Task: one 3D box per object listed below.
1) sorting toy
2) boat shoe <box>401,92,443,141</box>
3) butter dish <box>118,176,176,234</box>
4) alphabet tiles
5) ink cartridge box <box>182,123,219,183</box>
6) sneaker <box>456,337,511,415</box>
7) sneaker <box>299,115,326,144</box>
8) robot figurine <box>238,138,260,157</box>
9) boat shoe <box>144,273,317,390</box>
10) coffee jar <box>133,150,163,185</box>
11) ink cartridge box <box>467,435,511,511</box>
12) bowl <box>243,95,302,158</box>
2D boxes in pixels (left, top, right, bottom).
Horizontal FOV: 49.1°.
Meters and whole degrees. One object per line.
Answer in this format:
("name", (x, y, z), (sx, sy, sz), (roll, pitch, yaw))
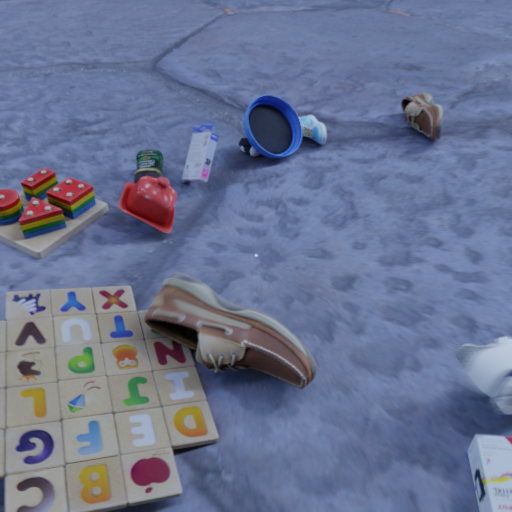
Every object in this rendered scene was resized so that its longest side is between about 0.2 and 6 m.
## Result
("sorting toy", (-4.320, -0.983, 11.158), (1.883, 0.655, 1.872), (21, 44, 23))
("boat shoe", (4.161, -3.502, 14.182), (0.810, 0.854, 2.256), (-2, 30, 3))
("butter dish", (-1.963, -1.162, 10.876), (1.123, 0.832, 1.126), (28, 29, -19))
("alphabet tiles", (-2.394, 1.718, 7.721), (3.245, 0.123, 3.900), (-1, 37, -23))
("ink cartridge box", (-1.196, -2.226, 12.155), (0.267, 1.272, 0.759), (13, -2, -38))
("sneaker", (3.678, 1.444, 7.525), (2.248, 0.859, 0.905), (6, 23, -36))
("sneaker", (1.184, -3.069, 13.838), (0.858, 0.523, 1.314), (-8, 31, -13))
("robot figurine", (-0.138, -2.610, 13.356), (0.584, 0.364, 0.439), (34, 47, 27))
("boat shoe", (-0.445, 1.268, 8.191), (2.778, 1.052, 0.997), (24, 56, 25))
("coffee jar", (-2.369, -1.867, 12.360), (0.616, 0.504, 1.182), (-4, 40, -4))
("ink cartridge box", (3.083, 2.767, 6.760), (0.771, 0.438, 1.058), (4, 40, 4))
("bowl", (0.376, -3.007, 13.133), (1.519, 1.519, 0.298), (-31, 5, -32))
